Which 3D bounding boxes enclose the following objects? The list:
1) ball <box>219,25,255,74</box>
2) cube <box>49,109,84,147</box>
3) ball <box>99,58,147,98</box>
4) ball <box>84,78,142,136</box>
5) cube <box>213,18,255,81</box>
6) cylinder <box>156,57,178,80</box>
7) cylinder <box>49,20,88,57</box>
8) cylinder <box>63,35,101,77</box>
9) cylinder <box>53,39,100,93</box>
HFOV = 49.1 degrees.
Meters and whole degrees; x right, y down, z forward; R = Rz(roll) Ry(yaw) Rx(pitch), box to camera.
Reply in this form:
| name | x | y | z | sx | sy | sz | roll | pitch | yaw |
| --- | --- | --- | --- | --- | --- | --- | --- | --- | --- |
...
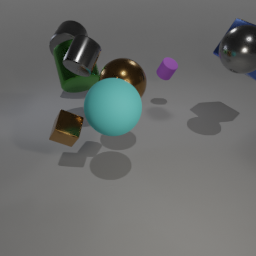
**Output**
| name | x | y | z | sx | sy | sz | roll | pitch | yaw |
| --- | --- | --- | --- | --- | --- | --- | --- | --- | --- |
| ball | 3.434 | -2.323 | 8.334 | 1.400 | 1.400 | 1.400 | 0 | 30 | 0 |
| cube | -1.758 | 0.016 | 8.011 | 0.700 | 0.700 | 0.700 | 21 | 56 | -20 |
| ball | -0.155 | -1.324 | 8.172 | 1.400 | 1.400 | 1.400 | 0 | 30 | 0 |
| ball | -0.363 | -0.501 | 6.776 | 1.400 | 1.400 | 1.400 | 0 | 30 | 0 |
| cube | 4.207 | -2.736 | 9.858 | 1.400 | 1.400 | 1.400 | 19 | 22 | -38 |
| cylinder | 1.672 | -2.527 | 11.989 | 0.700 | 0.700 | 0.700 | 12 | 54 | -17 |
| cylinder | -2.539 | -3.727 | 12.146 | 1.400 | 1.400 | 1.400 | 2 | 42 | 4 |
| cylinder | -1.068 | -1.678 | 6.557 | 0.700 | 0.700 | 0.700 | 15 | 75 | 24 |
| cylinder | -1.810 | -2.166 | 9.913 | 1.400 | 1.400 | 1.400 | -16 | -13 | -4 |
